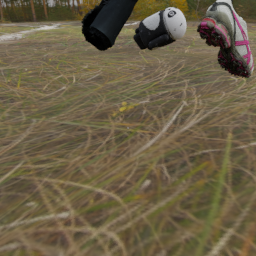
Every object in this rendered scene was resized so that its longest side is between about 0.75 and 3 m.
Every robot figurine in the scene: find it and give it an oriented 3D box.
[{"bbox_3d":[1.021,-3.182,9.064,1.711,1.285,1.067,-14,-5,32],"label":"robot figurine"}]

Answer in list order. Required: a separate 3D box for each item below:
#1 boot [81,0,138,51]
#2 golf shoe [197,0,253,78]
[{"bbox_3d":[-0.441,-3.166,7.450,0.996,2.190,2.607,33,3,-20],"label":"boot"},{"bbox_3d":[2.899,-2.326,7.517,0.944,1.197,2.601,30,-5,46],"label":"golf shoe"}]
